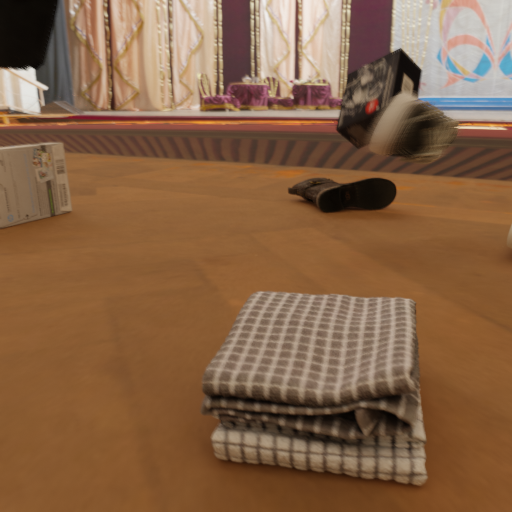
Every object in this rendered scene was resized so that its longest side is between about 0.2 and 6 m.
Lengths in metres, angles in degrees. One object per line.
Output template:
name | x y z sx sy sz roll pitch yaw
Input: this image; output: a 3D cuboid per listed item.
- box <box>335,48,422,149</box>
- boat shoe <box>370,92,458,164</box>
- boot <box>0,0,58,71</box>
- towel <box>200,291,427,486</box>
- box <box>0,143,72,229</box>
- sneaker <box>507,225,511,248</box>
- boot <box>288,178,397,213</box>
box | 2.330 -2.961 10.665 0.739 1.420 1.293 30 -27 -32
boat shoe | 2.374 -1.744 8.078 0.829 0.896 2.427 33 22 19
boot | -2.673 -3.212 6.989 0.713 1.570 1.868 29 34 -5
towel | 0.530 0.859 4.495 1.567 0.810 1.893 3 17 13
box | -4.553 -1.424 11.032 0.388 1.470 1.886 5 17 28
sneaker | 4.832 -0.315 8.665 1.427 0.785 1.949 18 22 33
boot | 1.912 -1.521 12.704 2.060 0.713 1.794 -6 18 -12
